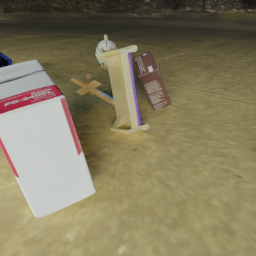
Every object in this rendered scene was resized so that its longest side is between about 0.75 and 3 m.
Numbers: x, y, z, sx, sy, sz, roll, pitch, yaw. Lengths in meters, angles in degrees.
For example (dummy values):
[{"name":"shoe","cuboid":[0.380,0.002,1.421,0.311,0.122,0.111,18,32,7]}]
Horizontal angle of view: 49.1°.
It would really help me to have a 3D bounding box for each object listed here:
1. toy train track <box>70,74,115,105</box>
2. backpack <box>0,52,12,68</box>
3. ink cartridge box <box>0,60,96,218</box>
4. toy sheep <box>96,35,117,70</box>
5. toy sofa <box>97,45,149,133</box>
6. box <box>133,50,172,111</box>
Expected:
[{"name":"toy train track","cuboid":[-0.855,-1.177,8.838,2.070,0.337,1.188,28,-27,-31]},{"name":"backpack","cuboid":[-4.542,-1.539,9.267,1.379,1.697,1.424,0,-12,17]},{"name":"ink cartridge box","cuboid":[-1.835,-0.020,5.664,1.188,2.069,2.849,-22,32,-15]},{"name":"toy sheep","cuboid":[-0.643,-2.299,8.562,0.770,1.116,0.770,4,42,-3]},{"name":"toy sofa","cuboid":[0.009,-1.031,7.573,1.087,2.228,0.923,-17,14,-33]},{"name":"box","cuboid":[0.784,-1.420,8.784,0.672,1.792,0.897,-20,53,8]}]
